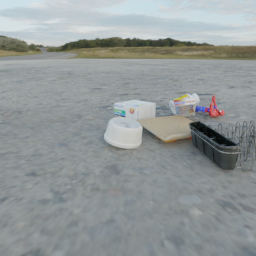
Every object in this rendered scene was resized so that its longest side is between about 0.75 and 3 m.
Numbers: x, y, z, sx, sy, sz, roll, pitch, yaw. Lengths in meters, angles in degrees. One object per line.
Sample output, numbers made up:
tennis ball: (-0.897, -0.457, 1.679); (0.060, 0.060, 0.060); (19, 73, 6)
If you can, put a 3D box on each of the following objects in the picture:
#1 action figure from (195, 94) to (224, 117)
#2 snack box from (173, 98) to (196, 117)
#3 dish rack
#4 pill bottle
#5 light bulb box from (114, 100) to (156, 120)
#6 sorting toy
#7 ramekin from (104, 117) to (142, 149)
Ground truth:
action figure: (2.807, -0.885, 10.167); (0.557, 0.846, 1.708); (0, 16, -37)
snack box: (1.812, -0.613, 8.918); (0.638, 0.216, 1.775); (-6, -10, 11)
dish rack: (2.843, 0.300, 6.500); (2.457, 0.670, 1.885); (-5, 18, -9)
pill bottle: (2.066, -0.902, 10.220); (1.000, 0.560, 0.560); (-22, 21, -10)
light bulb box: (0.226, -0.530, 9.302); (0.997, 0.627, 1.006); (14, 21, 42)
sorting toy: (1.289, 0.016, 8.018); (1.654, 0.326, 1.786); (-7, 19, -27)
ramekin: (-0.092, 0.088, 7.209); (0.983, 0.516, 0.983); (11, 20, -4)
